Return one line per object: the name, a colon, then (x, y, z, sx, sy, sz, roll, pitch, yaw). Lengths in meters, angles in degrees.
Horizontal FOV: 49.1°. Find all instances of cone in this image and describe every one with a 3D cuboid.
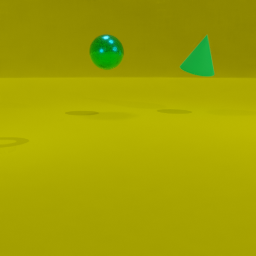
cone: (3.051, -3.090, 11.569, 1.491, 1.497, 1.491, 8, 29, -4)

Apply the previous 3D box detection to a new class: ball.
ball: (-0.848, -3.008, 11.136, 1.379, 1.379, 1.379, 0, 11, 0)
